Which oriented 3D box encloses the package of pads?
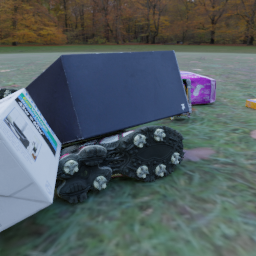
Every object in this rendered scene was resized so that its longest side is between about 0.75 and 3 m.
[{"bbox_3d":[2.489,-1.849,12.511,1.752,1.100,2.907,-6,19,-9],"label":"package of pads"}]

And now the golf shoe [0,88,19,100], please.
[{"bbox_3d":[-3.142,-0.619,9.321,2.937,1.134,1.293,8,1,10],"label":"golf shoe"}]

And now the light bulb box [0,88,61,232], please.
[{"bbox_3d":[-2.155,0.554,4.041,1.970,1.240,1.988,-28,21,1],"label":"light bulb box"}]

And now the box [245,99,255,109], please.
[{"bbox_3d":[5.426,-0.832,10.722,0.919,0.320,1.544,-7,18,-22],"label":"box"}]

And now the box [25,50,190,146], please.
[{"bbox_3d":[-0.612,-0.602,6.634,2.966,1.544,2.701,-15,1,-38],"label":"box"}]

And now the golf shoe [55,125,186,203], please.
[{"bbox_3d":[-0.191,0.492,5.612,2.891,1.116,1.273,-9,14,-27],"label":"golf shoe"}]

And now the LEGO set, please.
[{"bbox_3d":[1.223,-0.822,9.843,2.381,1.380,1.831,1,-11,-7],"label":"LEGO set"}]
